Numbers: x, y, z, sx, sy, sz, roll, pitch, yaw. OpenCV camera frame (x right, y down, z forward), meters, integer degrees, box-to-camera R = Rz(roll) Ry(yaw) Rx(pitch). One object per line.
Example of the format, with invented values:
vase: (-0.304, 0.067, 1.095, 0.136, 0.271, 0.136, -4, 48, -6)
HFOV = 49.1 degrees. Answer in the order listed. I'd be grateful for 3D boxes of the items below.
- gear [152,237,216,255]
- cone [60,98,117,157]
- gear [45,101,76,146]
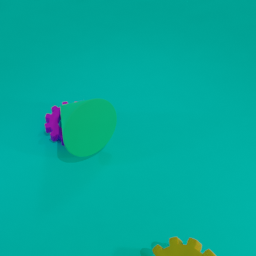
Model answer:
gear: (0.936, 2.746, 4.912, 1.547, 0.286, 1.547, -21, 44, 22)
cone: (-1.476, -0.325, 7.829, 1.666, 1.666, 1.672, -31, 43, -29)
gear: (-1.743, -0.158, 8.570, 1.524, 0.282, 1.524, 5, 53, -6)
